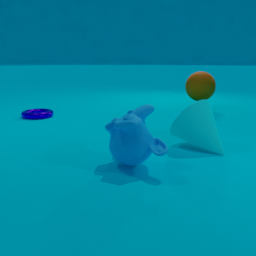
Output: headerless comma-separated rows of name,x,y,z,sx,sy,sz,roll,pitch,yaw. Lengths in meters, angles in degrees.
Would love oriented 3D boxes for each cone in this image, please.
cone,1.720,0.179,6.150,1.140,1.140,1.144,-11,51,-38

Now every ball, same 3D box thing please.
ball,2.809,-1.610,10.865,1.149,1.149,1.149,0,14,0

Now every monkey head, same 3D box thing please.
monkey head,0.165,0.139,5.295,1.132,0.948,1.574,-36,15,-32

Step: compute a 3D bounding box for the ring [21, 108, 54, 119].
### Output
ring,-3.162,-0.502,9.801,1.096,0.219,1.096,0,14,0
